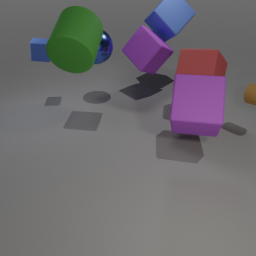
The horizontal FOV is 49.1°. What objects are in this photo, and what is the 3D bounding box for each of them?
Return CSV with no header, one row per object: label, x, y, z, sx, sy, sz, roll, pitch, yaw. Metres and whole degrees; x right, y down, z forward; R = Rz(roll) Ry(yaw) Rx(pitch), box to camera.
cube,0.884,-3.412,12.401,1.400,1.400,1.400,51,25,17
cylinder,-1.544,-2.598,8.300,1.400,1.400,1.400,5,56,8
cube,1.847,-4.973,12.568,1.400,1.400,1.400,-49,14,-7
cube,-3.348,-3.016,10.819,0.700,0.700,0.700,2,33,-9
cylinder,4.423,-1.106,9.479,0.700,0.700,0.700,-22,31,-33
cube,2.705,-2.011,10.381,1.400,1.400,1.400,12,-1,33
ball,-1.298,-3.264,11.209,1.400,1.400,1.400,0,31,0
cube,2.037,-0.632,8.262,1.400,1.400,1.400,5,76,13
